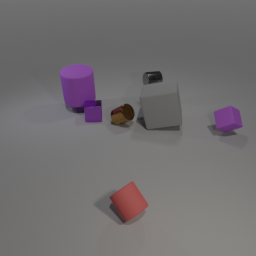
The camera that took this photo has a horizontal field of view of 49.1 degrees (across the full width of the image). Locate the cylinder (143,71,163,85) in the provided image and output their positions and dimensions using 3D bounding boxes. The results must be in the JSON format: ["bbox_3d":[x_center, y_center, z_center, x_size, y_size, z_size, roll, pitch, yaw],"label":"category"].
[{"bbox_3d":[1.110,-2.201,12.680,0.700,0.700,0.700,-10,30,-20],"label":"cylinder"}]

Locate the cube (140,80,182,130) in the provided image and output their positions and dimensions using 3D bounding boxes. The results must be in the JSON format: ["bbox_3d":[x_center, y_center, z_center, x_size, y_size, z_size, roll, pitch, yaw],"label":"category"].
[{"bbox_3d":[1.342,-0.932,11.077,1.400,1.400,1.400,-7,26,13],"label":"cube"}]

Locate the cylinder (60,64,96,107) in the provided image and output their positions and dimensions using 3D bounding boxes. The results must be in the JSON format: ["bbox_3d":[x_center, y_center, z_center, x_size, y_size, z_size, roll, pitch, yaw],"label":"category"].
[{"bbox_3d":[-2.143,-1.834,12.108,1.400,1.400,1.400,-1,36,1],"label":"cylinder"}]

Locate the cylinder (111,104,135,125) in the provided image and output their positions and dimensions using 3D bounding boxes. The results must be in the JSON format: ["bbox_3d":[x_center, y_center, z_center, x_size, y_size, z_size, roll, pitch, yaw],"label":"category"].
[{"bbox_3d":[-0.215,-0.538,11.116,0.700,0.700,0.700,-20,8,46],"label":"cylinder"}]

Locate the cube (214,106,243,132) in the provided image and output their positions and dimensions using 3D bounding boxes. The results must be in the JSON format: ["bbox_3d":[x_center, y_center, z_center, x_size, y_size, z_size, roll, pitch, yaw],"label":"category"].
[{"bbox_3d":[3.715,-0.326,10.386,0.700,0.700,0.700,15,-27,-41],"label":"cube"}]

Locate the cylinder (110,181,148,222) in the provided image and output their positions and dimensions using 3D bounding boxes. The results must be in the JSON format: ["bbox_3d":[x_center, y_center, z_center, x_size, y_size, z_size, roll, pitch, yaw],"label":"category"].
[{"bbox_3d":[0.024,1.773,6.798,0.700,0.700,0.700,-27,78,-39],"label":"cylinder"}]

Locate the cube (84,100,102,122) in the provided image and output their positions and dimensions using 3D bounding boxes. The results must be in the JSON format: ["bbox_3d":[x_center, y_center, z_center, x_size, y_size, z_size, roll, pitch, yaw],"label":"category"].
[{"bbox_3d":[-1.437,-0.706,11.686,0.700,0.700,0.700,-2,29,-4],"label":"cube"}]
